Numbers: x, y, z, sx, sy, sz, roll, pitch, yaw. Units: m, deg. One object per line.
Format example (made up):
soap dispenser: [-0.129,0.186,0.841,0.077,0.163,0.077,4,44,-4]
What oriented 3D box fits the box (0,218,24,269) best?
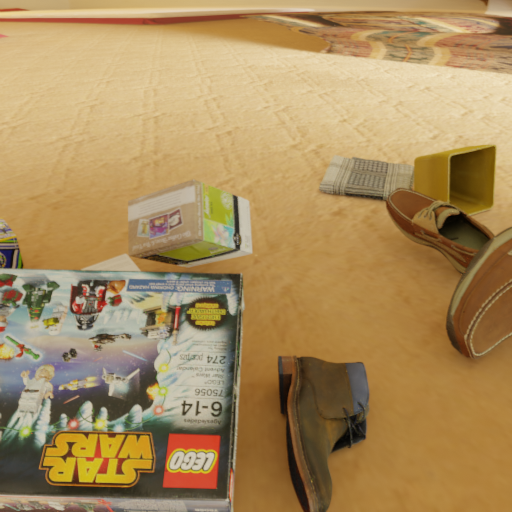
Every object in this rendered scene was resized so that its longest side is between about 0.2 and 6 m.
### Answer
box: [-4.742,0.215,8.117,2.431,0.782,0.852,-20,35,-30]

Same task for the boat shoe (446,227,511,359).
boat shoe: [3.659,0.137,6.935,3.033,1.147,1.120,-42,36,-11]

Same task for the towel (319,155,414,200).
towel: [2.430,-1.715,11.975,1.865,0.334,1.937,9,30,16]

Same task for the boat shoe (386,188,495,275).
boat shoe: [2.957,-0.507,8.765,0.815,0.796,2.154,-41,54,-11]

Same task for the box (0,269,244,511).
box: [-1.903,1.250,5.590,3.487,0.695,2.387,1,52,1]

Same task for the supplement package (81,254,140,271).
supplement package: [-1.740,0.675,7.253,0.775,0.784,1.294,-21,35,-25]

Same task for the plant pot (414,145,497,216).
plant pot: [3.732,-1.484,10.805,1.245,1.245,1.098,-16,22,-26]

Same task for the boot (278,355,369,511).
boot: [0.774,1.654,5.606,0.998,0.769,2.058,-4,28,-2]

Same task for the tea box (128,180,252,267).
tea box: [-0.964,-0.416,8.185,1.311,0.876,1.289,-12,-14,33]
